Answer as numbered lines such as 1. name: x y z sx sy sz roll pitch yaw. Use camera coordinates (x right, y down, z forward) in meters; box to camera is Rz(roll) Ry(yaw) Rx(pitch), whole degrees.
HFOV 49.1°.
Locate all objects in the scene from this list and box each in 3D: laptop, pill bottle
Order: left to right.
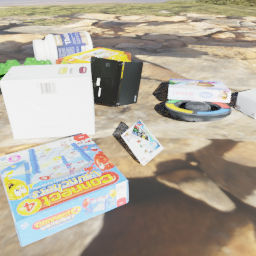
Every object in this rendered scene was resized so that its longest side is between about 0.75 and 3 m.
1. pill bottle: -3.585 -4.362 15.452 2.983 1.655 1.655 -13 32 -21
2. laptop: -0.473 -1.736 10.375 1.844 1.634 0.952 9 19 2

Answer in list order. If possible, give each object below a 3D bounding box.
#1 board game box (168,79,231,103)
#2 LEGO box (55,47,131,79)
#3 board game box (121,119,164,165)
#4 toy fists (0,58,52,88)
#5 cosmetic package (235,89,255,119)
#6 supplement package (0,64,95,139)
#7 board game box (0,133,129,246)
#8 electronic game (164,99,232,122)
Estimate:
1. board game box: 2.767 -1.555 11.308 2.272 0.467 2.266 4 19 7
2. LEGO box: -1.570 -2.887 13.366 2.189 1.134 2.939 20 35 31
3. board game box: 0.373 0.373 7.615 0.710 0.195 1.125 -41 54 6
4. toy fists: -4.924 -2.682 13.195 2.882 0.991 1.469 -13 31 -19
5. cosmetic package: 5.189 -1.030 10.514 2.034 0.753 1.034 -13 32 -24
6. supplement package: -2.400 -0.887 8.977 2.542 1.980 1.410 -4 30 -5
7. board game box: -1.601 1.212 6.605 2.420 0.676 2.369 -16 33 -26
8. electronic game: 2.437 -0.713 9.885 2.326 0.484 2.326 1 19 0
